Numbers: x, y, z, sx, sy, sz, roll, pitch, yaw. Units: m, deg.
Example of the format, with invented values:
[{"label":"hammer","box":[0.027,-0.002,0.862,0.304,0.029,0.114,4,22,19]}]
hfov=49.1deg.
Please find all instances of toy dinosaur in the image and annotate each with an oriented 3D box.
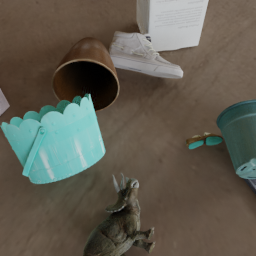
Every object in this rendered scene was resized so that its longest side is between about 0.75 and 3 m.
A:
[{"label":"toy dinosaur","box":[-0.290,2.416,5.933,1.363,1.026,2.666,23,64,28]}]

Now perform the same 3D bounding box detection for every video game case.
[{"label":"video game case","box":[4.009,1.314,6.994,1.889,0.179,1.349,-22,59,-15]}]

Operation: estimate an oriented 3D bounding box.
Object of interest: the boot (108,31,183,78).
[{"label":"boot","box":[0.585,-2.355,8.758,2.518,0.926,1.203,15,93,11]}]

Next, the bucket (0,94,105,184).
[{"label":"bucket","box":[-1.631,0.207,6.461,2.193,2.193,1.427,-21,103,-13]}]

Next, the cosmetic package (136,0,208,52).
[{"label":"cosmetic package","box":[1.376,-4.099,9.340,1.900,2.305,1.902,-9,56,-6]}]

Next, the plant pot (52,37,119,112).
[{"label":"plant pot","box":[-1.149,-1.768,8.160,1.802,1.802,1.928,-1,47,-1]}]

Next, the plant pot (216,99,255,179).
[{"label":"plant pot","box":[3.064,0.341,6.822,1.529,1.529,1.497,0,56,0]}]

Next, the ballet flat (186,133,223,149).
[{"label":"ballet flat","box":[2.039,0.312,7.619,1.013,0.343,0.366,-14,38,-4]}]

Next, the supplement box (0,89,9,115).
[{"label":"supplement box","box":[-4.803,-1.308,8.018,2.561,1.394,0.780,26,59,17]}]
